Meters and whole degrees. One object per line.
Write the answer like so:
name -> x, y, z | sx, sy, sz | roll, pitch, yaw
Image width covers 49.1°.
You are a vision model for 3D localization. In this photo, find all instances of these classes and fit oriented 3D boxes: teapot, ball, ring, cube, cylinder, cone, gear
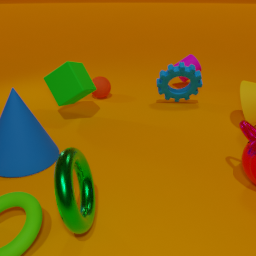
teapot -> 2.891, 0.590, 5.303 | 2.024, 1.258, 0.991 | 43, 32, 3
ball -> -0.986, -1.455, 9.971 | 0.761, 0.761, 0.761 | 0, 26, 0
ring -> -0.795, 0.950, 4.360 | 0.265, 1.325, 1.325 | -11, 26, 7
cube -> -1.670, -1.290, 8.185 | 0.939, 0.939, 0.939 | -28, 1, 19
cylinder -> 2.265, -2.274, 10.689 | 0.774, 0.774, 0.774 | -34, 30, 2
cone -> -2.404, -0.090, 6.122 | 1.654, 1.660, 1.654 | 2, 27, -1
gear -> 1.657, -1.458, 9.062 | 1.434, 1.434, 0.265 | 1, 50, 2
cone -> 3.890, -0.777, 7.493 | 1.336, 1.331, 1.331 | -11, 16, 37
ring -> -1.869, 1.493, 4.246 | 1.185, 0.237, 1.185 | -10, 42, 9
